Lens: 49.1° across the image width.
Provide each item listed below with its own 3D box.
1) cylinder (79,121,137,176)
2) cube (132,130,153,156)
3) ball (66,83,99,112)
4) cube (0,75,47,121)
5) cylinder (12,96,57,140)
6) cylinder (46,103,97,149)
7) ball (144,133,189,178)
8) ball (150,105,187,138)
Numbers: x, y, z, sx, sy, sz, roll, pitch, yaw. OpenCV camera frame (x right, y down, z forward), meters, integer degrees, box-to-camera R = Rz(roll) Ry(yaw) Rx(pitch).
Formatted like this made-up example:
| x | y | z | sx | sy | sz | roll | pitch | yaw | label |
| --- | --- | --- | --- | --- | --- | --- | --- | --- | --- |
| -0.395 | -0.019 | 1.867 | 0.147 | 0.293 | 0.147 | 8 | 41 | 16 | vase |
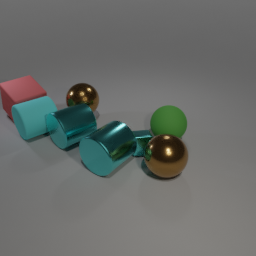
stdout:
| x | y | z | sx | sy | sz | roll | pitch | yaw | label |
| --- | --- | --- | --- | --- | --- | --- | --- | --- | --- |
| -0.654 | 0.649 | 9.304 | 1.400 | 1.400 | 1.400 | 20 | 36 | 31 | cylinder |
| 0.476 | 0.521 | 10.109 | 0.700 | 0.700 | 0.700 | -5 | 19 | -7 | cube |
| -1.910 | -1.197 | 11.809 | 1.400 | 1.400 | 1.400 | 0 | 30 | 0 | ball |
| -4.475 | -1.183 | 12.076 | 1.400 | 1.400 | 1.400 | -27 | 57 | -36 | cube |
| -3.639 | -0.410 | 11.078 | 1.400 | 1.400 | 1.400 | -23 | 37 | -33 | cylinder |
| -2.122 | -0.104 | 10.583 | 1.400 | 1.400 | 1.400 | -25 | 38 | -35 | cylinder |
| 1.211 | 0.874 | 8.907 | 1.400 | 1.400 | 1.400 | 0 | 30 | 0 | ball |
| 1.547 | -0.167 | 10.687 | 1.400 | 1.400 | 1.400 | 0 | 30 | 0 | ball |
